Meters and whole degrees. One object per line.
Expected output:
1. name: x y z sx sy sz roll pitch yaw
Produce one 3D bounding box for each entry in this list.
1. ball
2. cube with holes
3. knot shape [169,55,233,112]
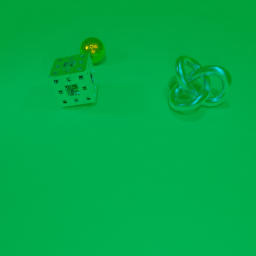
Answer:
1. ball: -1.398 -3.059 11.063 1.031 1.031 1.031 0 44 0
2. cube with holes: -1.754 -1.589 9.272 1.186 1.186 1.186 -8 42 7
3. knot shape: 2.150 -1.315 9.142 2.089 0.965 1.955 39 81 13
